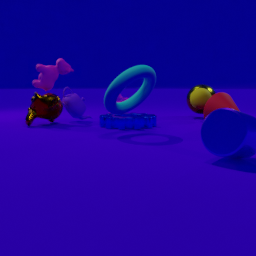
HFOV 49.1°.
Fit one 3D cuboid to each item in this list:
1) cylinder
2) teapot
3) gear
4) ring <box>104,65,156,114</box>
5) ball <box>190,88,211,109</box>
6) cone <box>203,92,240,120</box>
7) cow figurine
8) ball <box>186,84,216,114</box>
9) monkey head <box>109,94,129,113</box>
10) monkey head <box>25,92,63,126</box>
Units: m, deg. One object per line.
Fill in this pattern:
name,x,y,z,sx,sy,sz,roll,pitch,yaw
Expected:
cylinder,1.731,0.103,4.627,0.773,0.773,0.773,9,0,-45
teapot,-1.769,-0.767,9.642,0.709,1.448,0.900,-38,24,-14
gear,-0.003,-0.239,8.731,1.754,0.324,1.754,0,8,0
ring,0.064,-0.906,6.837,1.492,1.492,0.298,-10,54,-48
ball,2.532,-1.017,9.740,0.735,0.735,0.735,0,9,0
cone,2.833,-0.368,7.703,1.059,1.059,1.063,-3,18,-20
cow figurine,-2.402,-1.706,9.027,1.139,1.157,0.635,12,14,-24
ball,2.821,-1.105,10.748,1.144,1.144,1.144,0,9,0
monkey head,-0.315,-0.870,10.355,1.223,0.880,0.737,-41,-2,-40
monkey head,-2.610,-0.522,8.790,1.001,1.195,1.661,20,-25,-11
